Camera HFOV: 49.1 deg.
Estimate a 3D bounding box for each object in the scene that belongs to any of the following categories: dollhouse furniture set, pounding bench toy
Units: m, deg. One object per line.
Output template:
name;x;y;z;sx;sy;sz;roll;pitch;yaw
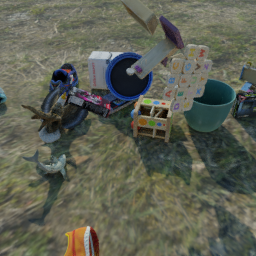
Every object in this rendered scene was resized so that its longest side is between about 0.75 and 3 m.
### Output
dollhouse furniture set;0.395;-2.819;9.633;1.917;2.140;2.701;-41;63;5
dollhouse furniture set;5.928;-2.218;12.751;1.433;1.518;0.991;25;47;27
pounding bench toy;1.013;-0.613;11.047;1.525;1.215;1.956;9;41;12

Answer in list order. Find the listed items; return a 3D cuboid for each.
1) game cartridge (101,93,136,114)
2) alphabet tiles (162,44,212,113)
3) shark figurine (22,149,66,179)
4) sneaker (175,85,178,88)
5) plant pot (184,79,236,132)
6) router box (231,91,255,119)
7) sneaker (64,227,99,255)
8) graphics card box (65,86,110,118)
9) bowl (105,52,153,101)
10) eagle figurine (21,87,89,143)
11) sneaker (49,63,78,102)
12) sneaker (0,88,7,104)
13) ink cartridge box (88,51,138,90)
game cartridge;-0.614;-1.202;12.495;1.725;0.331;1.118;-30;44;-31
alphabet tiles;1.856;-1.456;8.465;2.007;2.052;0.150;-9;31;-41
shark figurine;-2.642;1.290;9.145;0.654;1.567;0.936;-28;67;25
sneaker;2.543;-1.723;13.124;1.112;0.416;0.554;21;64;22
plant pot;3.044;-0.791;10.997;1.932;1.550;1.932;0;40;0
router box;5.093;-0.973;11.629;1.367;1.024;0.425;-7;39;-8
sneaker;-1.165;3.524;6.538;0.938;0.887;2.431;-20;34;9
graphics card box;-0.948;-0.637;6.761;1.054;0.268;0.662;20;22;-13
bowl;0.051;-2.212;12.147;2.056;2.056;0.404;5;2;6
eagle figurine;-2.711;-0.701;11.048;1.784;1.794;2.364;-28;11;15
sneaker;-3.010;-2.353;13.204;1.096;1.141;2.909;0;40;-1
sneaker;-6.302;-1.131;11.983;2.206;0.856;0.952;-31;52;-32
ink cartridge box;-0.669;-2.679;13.227;2.202;1.594;0.928;5;39;6
